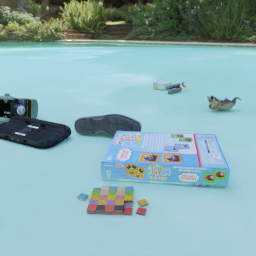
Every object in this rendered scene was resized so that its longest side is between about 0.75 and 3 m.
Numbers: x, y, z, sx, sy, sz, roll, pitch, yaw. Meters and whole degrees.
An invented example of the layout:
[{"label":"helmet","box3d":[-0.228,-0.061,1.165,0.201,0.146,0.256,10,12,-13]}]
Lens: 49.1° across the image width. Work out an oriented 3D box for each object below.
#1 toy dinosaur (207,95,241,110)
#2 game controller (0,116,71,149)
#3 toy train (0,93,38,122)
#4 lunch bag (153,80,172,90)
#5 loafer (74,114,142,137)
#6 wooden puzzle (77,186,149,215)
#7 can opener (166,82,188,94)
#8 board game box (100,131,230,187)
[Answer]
[{"label":"toy dinosaur","box3d":[3.495,-0.871,10.326,1.565,0.602,0.800,5,25,-13]},{"label":"game controller","box3d":[-2.697,0.106,7.820,2.204,0.464,1.150,10,36,27]},{"label":"toy train","box3d":[-4.085,-0.676,9.228,2.270,0.968,1.294,6,7,26]},{"label":"lunch bag","box3d":[1.739,-2.144,14.059,0.741,0.356,0.924,19,27,37]},{"label":"loafer","box3d":[-0.530,-0.116,7.947,1.952,0.702,0.615,2,16,15]},{"label":"wooden puzzle","box3d":[-0.274,1.253,4.921,1.274,0.090,0.756,1,20,2]},{"label":"can opener","box3d":[2.350,-1.888,13.440,1.599,0.421,0.532,-18,-8,-45]},{"label":"board game box","box3d":[0.798,0.588,6.235,2.463,0.451,1.863,3,20,8]}]
